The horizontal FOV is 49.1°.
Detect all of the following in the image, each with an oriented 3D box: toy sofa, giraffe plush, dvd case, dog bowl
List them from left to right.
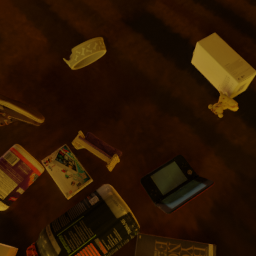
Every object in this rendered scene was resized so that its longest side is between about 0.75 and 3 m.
[{"bbox_3d":[-1.582,-2.782,10.620,1.706,1.706,0.500,-29,95,-13],"label":"dog bowl"},{"bbox_3d":[-0.994,0.674,9.262,1.576,0.653,0.769,31,74,17],"label":"toy sofa"},{"bbox_3d":[1.333,4.125,8.055,2.367,0.189,1.760,8,64,3],"label":"dvd case"},{"bbox_3d":[3.419,-0.784,10.169,0.780,0.961,0.829,-48,39,5],"label":"giraffe plush"}]

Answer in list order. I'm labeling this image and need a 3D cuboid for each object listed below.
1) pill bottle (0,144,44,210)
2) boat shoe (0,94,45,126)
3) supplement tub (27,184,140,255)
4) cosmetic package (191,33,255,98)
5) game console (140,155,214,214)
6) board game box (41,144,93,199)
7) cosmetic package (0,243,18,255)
[{"bbox_3d":[-3.828,1.702,8.628,1.264,1.264,2.269,36,70,16],"label":"pill bottle"},{"bbox_3d":[-4.390,-0.537,10.018,2.819,1.017,1.015,22,97,1],"label":"boat shoe"},{"bbox_3d":[-1.210,2.999,7.759,2.784,1.706,1.706,-33,69,-15],"label":"supplement tub"},{"bbox_3d":[3.542,-2.327,10.621,0.959,1.217,2.261,-30,69,-13],"label":"cosmetic package"},{"bbox_3d":[1.472,1.674,8.771,1.756,1.042,1.513,-29,68,-14],"label":"game console"},{"bbox_3d":[-2.030,1.428,9.308,1.003,0.275,1.589,-35,69,-14],"label":"board game box"},{"bbox_3d":[-3.953,4.176,7.760,0.989,0.668,1.879,14,65,7],"label":"cosmetic package"}]
